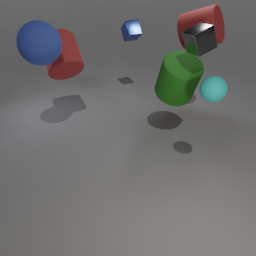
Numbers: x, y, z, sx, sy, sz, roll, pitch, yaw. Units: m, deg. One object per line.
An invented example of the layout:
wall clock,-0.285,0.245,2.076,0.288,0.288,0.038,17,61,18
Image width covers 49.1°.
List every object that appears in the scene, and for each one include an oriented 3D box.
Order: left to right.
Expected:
ball,-2.850,-2.727,9.027,1.400,1.400,1.400,0,31,0
cylinder,-2.543,-2.784,10.722,1.400,1.400,1.400,-15,78,-24
cube,0.151,-4.526,13.045,0.700,0.700,0.700,-14,-2,-20
cylinder,1.756,-1.717,9.811,1.400,1.400,1.400,5,54,-6
cube,2.188,-2.702,8.543,0.700,0.700,0.700,-29,34,-8
cylinder,2.795,-3.797,10.678,1.400,1.400,1.400,-3,25,34
ball,2.268,-1.035,7.448,0.700,0.700,0.700,0,31,0
